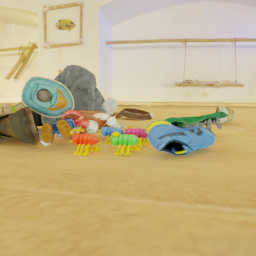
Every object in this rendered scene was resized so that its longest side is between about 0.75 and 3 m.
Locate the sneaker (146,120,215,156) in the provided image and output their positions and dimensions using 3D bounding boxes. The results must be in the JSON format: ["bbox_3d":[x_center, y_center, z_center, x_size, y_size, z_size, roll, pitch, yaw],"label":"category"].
[{"bbox_3d":[1.347,0.369,6.495,2.030,0.669,0.796,8,40,-33],"label":"sneaker"}]

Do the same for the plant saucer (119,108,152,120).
[{"bbox_3d":[0.427,-0.793,15.379,1.849,0.318,1.849,7,14,-2],"label":"plant saucer"}]

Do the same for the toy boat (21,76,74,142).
[{"bbox_3d":[-2.432,-0.522,8.325,1.583,1.884,0.875,17,0,-25],"label":"toy boat"}]

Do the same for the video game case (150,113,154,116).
[{"bbox_3d":[1.150,-0.875,18.134,0.930,0.109,0.846,0,7,-2],"label":"video game case"}]

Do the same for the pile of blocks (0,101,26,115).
[{"bbox_3d":[-6.230,-0.637,14.323,2.635,1.082,0.819,-12,53,-17],"label":"pile of blocks"}]

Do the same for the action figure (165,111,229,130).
[{"bbox_3d":[2.011,-0.130,9.727,1.482,0.686,2.510,-6,2,-32],"label":"action figure"}]

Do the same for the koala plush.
[{"bbox_3d":[-1.736,-1.046,11.503,2.452,2.541,2.765,3,-4,21],"label":"koala plush"}]

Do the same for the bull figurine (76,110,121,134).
[{"bbox_3d":[-0.928,-0.171,8.798,1.790,0.583,1.086,13,-24,23],"label":"bull figurine"}]

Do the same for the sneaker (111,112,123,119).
[{"bbox_3d":[-0.763,-0.733,15.906,0.980,0.367,0.441,2,13,10],"label":"sneaker"}]

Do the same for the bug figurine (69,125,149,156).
[{"bbox_3d":[-0.371,0.233,7.174,1.724,0.572,2.224,3,7,21],"label":"bug figurine"}]

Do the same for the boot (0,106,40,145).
[{"bbox_3d":[-3.226,0.087,7.452,1.371,1.057,2.830,-16,5,-27],"label":"boot"}]

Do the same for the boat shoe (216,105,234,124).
[{"bbox_3d":[4.489,-0.564,13.019,0.817,0.910,2.460,16,14,18],"label":"boat shoe"}]

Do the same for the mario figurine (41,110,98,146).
[{"bbox_3d":[-1.584,0.137,7.698,1.223,1.050,1.981,23,9,4],"label":"mario figurine"}]

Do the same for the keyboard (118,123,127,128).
[{"bbox_3d":[-0.293,-0.105,12.018,0.363,0.069,1.288,-4,8,-28],"label":"keyboard"}]

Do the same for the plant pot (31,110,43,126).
[{"bbox_3d":[-4.056,-0.462,12.387,0.779,0.691,0.777,3,8,16],"label":"plant pot"}]
